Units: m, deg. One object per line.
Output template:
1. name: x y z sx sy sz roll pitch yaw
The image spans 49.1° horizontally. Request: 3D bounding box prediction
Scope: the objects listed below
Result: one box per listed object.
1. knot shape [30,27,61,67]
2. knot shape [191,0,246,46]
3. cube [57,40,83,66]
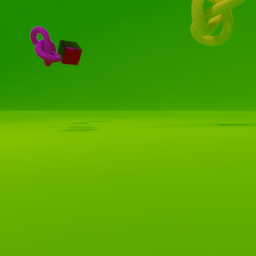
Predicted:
1. knot shape: -2.866 -2.807 9.628 0.659 1.335 1.426 -28 19 -4
2. knot shape: 2.723 -3.428 8.326 1.826 0.902 1.951 -37 -30 11
3. cube: -2.350 -3.013 11.226 0.711 0.711 0.711 -2 41 -36
